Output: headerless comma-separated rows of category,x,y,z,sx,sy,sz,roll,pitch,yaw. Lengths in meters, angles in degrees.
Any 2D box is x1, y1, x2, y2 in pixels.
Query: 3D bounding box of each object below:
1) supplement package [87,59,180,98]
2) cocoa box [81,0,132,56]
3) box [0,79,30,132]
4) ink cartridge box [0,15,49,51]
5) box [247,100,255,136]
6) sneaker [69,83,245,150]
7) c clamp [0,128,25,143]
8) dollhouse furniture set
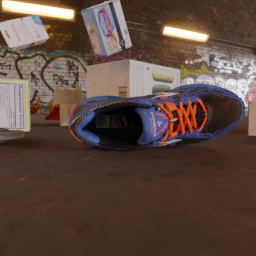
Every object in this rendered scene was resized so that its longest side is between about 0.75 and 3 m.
supplement package,0.242,-1.105,9.870,2.059,2.074,2.733,3,4,43
cocoa box,-0.589,-2.698,7.613,0.830,1.265,0.843,-29,29,-21
box,-4.292,-0.571,7.251,2.737,1.323,2.408,-2,4,-37
ink cartridge box,-4.372,-3.896,11.561,1.850,1.065,0.628,-32,12,-38
box,3.838,-0.246,6.538,1.477,0.761,2.532,2,4,34
sneaker,0.387,-0.063,3.772,2.461,0.927,0.965,-9,10,0
c clamp,-2.754,0.172,3.676,2.670,0.362,2.281,-3,-1,-22
dollhouse furniture set,-2.629,-0.596,11.071,2.862,1.474,2.831,-1,-8,-25
